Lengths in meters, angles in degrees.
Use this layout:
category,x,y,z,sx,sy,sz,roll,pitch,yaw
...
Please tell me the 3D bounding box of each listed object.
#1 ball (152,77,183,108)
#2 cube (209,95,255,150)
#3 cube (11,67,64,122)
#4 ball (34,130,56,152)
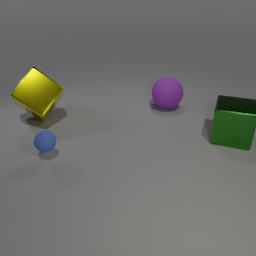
category,x,y,z,sx,sy,sz,roll,pitch,yaw
ball,1.759,-1.572,12.474,1.400,1.400,1.400,0,29,0
cube,3.840,-0.237,10.203,1.400,1.400,1.400,10,31,18
cube,-3.548,-1.280,11.103,1.400,1.400,1.400,35,-15,-9
ball,-2.656,0.425,8.980,0.700,0.700,0.700,0,29,0
